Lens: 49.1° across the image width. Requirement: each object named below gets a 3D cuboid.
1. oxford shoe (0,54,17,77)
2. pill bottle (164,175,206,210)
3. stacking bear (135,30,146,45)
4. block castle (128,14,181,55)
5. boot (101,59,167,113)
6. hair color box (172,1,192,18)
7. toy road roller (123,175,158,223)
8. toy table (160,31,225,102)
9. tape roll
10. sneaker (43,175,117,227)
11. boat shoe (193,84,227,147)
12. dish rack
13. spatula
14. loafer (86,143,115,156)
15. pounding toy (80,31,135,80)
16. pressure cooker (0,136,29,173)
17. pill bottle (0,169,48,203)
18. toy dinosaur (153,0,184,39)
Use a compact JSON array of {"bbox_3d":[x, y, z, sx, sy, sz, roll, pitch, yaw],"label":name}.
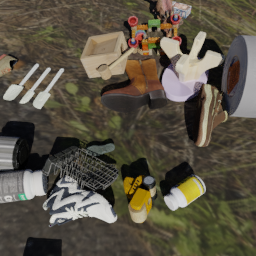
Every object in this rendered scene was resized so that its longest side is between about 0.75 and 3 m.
[{"bbox_3d":[-5.551,-2.631,12.372,0.660,0.622,1.765,14,53,4],"label":"oxford shoe"},{"bbox_3d":[1.729,1.994,8.589,1.206,0.676,0.676,-27,56,-21],"label":"pill bottle"},{"bbox_3d":[0.592,-4.737,14.113,0.653,0.612,1.076,-5,46,-4],"label":"stacking bear"},{"bbox_3d":[1.220,-4.384,13.007,2.413,1.132,1.612,-1,78,5],"label":"block castle"},{"bbox_3d":[0.110,-2.028,11.655,2.689,0.978,2.857,-7,51,-5],"label":"boot"},{"bbox_3d":[2.740,-6.697,15.750,1.453,0.440,0.727,25,55,19],"label":"hair color box"},{"bbox_3d":[0.245,2.051,8.475,1.007,0.848,1.380,12,46,25],"label":"toy road roller"},{"bbox_3d":[2.529,-2.640,11.693,2.644,1.684,2.876,14,51,11],"label":"toy table"},{"bbox_3d":[4.295,-1.848,10.239,0.961,2.910,2.910,5,51,3],"label":"tape roll"},{"bbox_3d":[-1.523,2.448,8.094,2.226,0.888,1.448,29,58,21],"label":"sneaker"},{"bbox_3d":[3.142,-0.520,10.370,1.120,1.118,3.027,15,52,4],"label":"boat shoe"},{"bbox_3d":[-1.397,1.311,8.745,2.086,0.569,1.600,25,25,18],"label":"dish rack"},{"bbox_3d":[-3.964,-1.922,12.060,1.772,0.205,2.548,12,52,11],"label":"spatula"},{"bbox_3d":[-0.967,0.775,9.869,1.020,0.321,0.367,-9,82,-3],"label":"loafer"},{"bbox_3d":[-0.694,-2.784,11.888,2.336,1.216,2.659,-4,50,17],"label":"pounding toy"},{"bbox_3d":[-4.078,0.847,9.178,1.373,1.208,1.226,4,48,-1],"label":"pressure cooker"},{"bbox_3d":[-3.383,1.768,8.612,1.629,0.921,0.921,-7,51,-5],"label":"pill bottle"},{"bbox_3d":[1.951,-5.938,14.075,1.234,2.876,1.949,-24,10,12],"label":"toy dinosaur"}]
